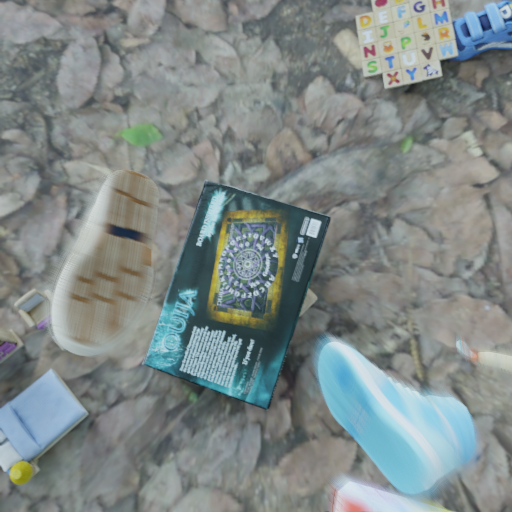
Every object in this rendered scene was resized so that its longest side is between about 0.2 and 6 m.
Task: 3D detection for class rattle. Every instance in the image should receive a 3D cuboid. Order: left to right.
[{"bbox_3d":[3.455,1.762,8.203,1.205,0.784,0.861,10,106,-12],"label":"rattle"}]

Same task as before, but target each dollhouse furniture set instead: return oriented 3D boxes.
[{"bbox_3d":[-3.936,2.209,9.567,2.408,1.665,2.551,-39,78,-10],"label":"dollhouse furniture set"}]

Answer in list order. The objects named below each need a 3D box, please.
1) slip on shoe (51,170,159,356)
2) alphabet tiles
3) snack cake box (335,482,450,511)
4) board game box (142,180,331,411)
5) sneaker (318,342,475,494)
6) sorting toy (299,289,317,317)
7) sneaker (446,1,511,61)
[{"bbox_3d":[-2.025,0.112,7.652,1.140,0.909,2.999,17,48,-19],"label":"slip on shoe"},{"bbox_3d":[3.208,-4.750,12.070,1.953,0.074,2.347,-9,74,15],"label":"alphabet tiles"},{"bbox_3d":[1.689,3.318,6.401,1.602,0.538,0.921,7,87,26],"label":"snack cake box"},{"bbox_3d":[-0.344,0.648,10.187,2.434,0.507,3.599,18,87,9],"label":"board game box"},{"bbox_3d":[1.857,1.943,7.299,1.440,0.877,2.205,-3,40,-33],"label":"sneaker"},{"bbox_3d":[0.389,0.817,10.716,1.202,0.219,1.113,-41,78,-18],"label":"sorting toy"},{"bbox_3d":[4.925,-4.879,11.915,2.464,1.013,0.911,-13,76,0],"label":"sneaker"}]
